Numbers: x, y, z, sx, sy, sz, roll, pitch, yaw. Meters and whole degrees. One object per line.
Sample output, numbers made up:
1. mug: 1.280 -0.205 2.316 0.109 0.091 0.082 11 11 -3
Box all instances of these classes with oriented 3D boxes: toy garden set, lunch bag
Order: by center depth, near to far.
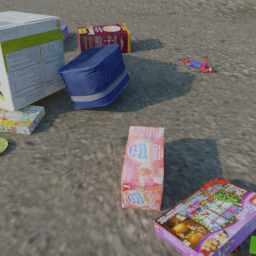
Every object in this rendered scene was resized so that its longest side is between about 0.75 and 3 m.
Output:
1. toy garden set: 2.300 3.003 5.274 1.593 0.381 1.911 1 42 30
2. lunch bag: -1.116 -1.896 10.519 1.793 1.746 2.639 0 34 29

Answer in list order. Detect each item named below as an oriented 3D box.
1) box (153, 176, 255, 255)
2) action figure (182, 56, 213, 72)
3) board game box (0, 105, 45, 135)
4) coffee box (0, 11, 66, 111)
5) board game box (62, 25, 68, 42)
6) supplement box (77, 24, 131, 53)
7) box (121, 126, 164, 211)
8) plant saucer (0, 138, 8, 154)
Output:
1. box: 1.899 1.999 6.282 2.217 0.433 1.517 -26 27 -29
2. action figure: 3.241 -3.049 12.766 0.507 0.769 1.553 -29 49 -31
3. board game box: -4.005 -0.365 9.692 1.840 0.315 1.237 6 38 8
4. coffee box: -4.270 -2.578 10.275 2.764 2.738 2.769 17 34 25
5. board game box: -4.475 -4.853 15.111 1.775 0.591 2.639 5 39 6
6. supplement box: -1.233 -4.502 14.270 2.526 1.082 1.394 -8 39 -10
7. box: 0.430 0.986 7.401 0.990 1.073 2.090 4 39 5
8. plant saucer: -4.126 0.611 8.629 0.830 0.129 0.830 0 39 0
